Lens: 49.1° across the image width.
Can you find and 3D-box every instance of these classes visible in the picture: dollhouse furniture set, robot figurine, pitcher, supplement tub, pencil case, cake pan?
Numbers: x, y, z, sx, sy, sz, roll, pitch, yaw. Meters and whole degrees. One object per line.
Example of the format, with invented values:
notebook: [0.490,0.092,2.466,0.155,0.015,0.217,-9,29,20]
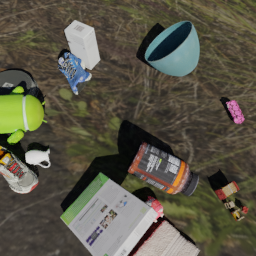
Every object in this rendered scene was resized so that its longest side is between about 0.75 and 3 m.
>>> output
dollhouse furniture set: [3.464,2.403,9.229,0.616,0.466,1.145,-24,75,-17]
robot figurine: [-4.348,-0.541,10.562,2.465,1.426,2.163,-5,66,-13]
pitcher: [-3.230,1.119,10.077,0.823,0.499,0.706,-5,62,-17]
supplement tub: [1.171,1.415,9.254,2.208,1.181,1.181,27,58,0]
pencil case: [4.325,-0.654,11.352,0.451,0.437,0.963,10,48,-31]
cake pan: [-5.099,-1.636,12.035,2.365,0.434,2.365,0,54,0]

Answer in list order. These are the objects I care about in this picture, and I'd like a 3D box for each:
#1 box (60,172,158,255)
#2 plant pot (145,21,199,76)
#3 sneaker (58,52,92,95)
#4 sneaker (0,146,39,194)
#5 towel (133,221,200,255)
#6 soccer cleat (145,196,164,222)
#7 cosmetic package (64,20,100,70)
box: [-0.647,2.550,8.120,1.906,0.480,2.640,-47,38,-16]
plant pot: [2.166,-3.207,12.232,2.381,1.604,2.381,-32,33,24]
sneaker: [-2.342,-2.331,11.494,1.068,1.212,2.718,-48,37,13]
sneaker: [-3.994,1.404,9.571,2.239,0.920,0.871,32,61,20]
towel: [0.939,3.879,8.150,1.404,0.365,2.119,37,62,23]
soccer cleat: [0.200,2.921,8.724,2.044,0.682,0.782,-32,42,-20]
cosmetic package: [-1.998,-3.670,12.537,1.092,1.935,0.785,28,64,20]
